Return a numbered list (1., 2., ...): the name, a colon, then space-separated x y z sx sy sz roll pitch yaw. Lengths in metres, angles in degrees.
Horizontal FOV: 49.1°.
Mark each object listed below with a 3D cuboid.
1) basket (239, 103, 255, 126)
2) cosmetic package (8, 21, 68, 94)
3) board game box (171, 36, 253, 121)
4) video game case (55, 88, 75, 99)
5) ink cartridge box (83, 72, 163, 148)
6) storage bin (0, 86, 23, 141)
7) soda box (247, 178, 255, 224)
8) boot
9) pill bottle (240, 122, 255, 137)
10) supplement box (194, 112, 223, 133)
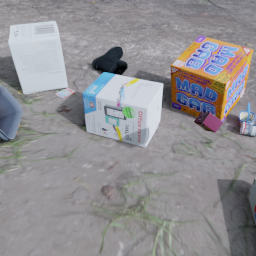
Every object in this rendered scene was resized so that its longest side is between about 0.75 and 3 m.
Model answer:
1. basket: 5.008 -0.488 11.753 0.643 0.925 0.815 12 40 16
2. cosmetic package: -4.439 -3.549 14.082 2.276 2.758 2.274 -10 40 -11
3. board game box: 3.541 -2.073 12.152 2.427 2.426 2.425 27 59 30
4. video game case: -3.133 -1.737 14.004 0.577 0.070 0.808 27 46 29
5. ink cartridge box: -0.144 -0.789 11.304 2.647 1.942 1.933 14 40 18
6. storage bin: -5.364 -0.265 11.132 1.584 1.717 2.359 -25 36 11
7. soda box: 4.210 2.785 7.639 1.016 0.950 2.985 3 38 4
8. boot: -0.635 -3.715 15.799 2.287 0.873 1.922 -36 47 -27
9. pill bottle: 5.062 0.081 11.372 0.865 0.517 0.517 12 40 13
10. supplement box: 2.277 -0.172 7.991 0.479 0.372 0.868 36 1 -4
